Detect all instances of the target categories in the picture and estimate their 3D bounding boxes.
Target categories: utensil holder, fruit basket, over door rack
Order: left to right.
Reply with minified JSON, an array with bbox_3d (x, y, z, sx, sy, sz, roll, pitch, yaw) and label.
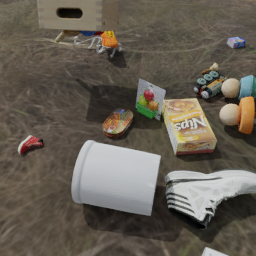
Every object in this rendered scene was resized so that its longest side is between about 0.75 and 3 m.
[{"bbox_3d":[-1.487,-4.034,13.897,1.547,0.697,2.094,25,28,23],"label":"over door rack"},{"bbox_3d":[-0.246,1.332,7.544,2.037,1.731,1.731,9,44,8],"label":"utensil holder"},{"bbox_3d":[0.829,-1.070,10.436,1.194,1.290,0.604,30,36,29],"label":"fruit basket"}]

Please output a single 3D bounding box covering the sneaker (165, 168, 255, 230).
[{"bbox_3d":[2.365,1.991,7.550,2.709,1.022,1.559,-2,51,9],"label":"sneaker"}]

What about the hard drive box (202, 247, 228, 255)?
[{"bbox_3d":[2.248,3.497,6.036,1.524,0.585,1.188,17,46,18],"label":"hard drive box"}]

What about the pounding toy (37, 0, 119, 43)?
[{"bbox_3d":[-1.914,-4.052,10.256,2.858,2.032,2.631,6,21,11],"label":"pounding toy"}]

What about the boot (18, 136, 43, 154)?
[{"bbox_3d":[-3.229,0.599,9.375,0.591,0.297,0.819,15,42,13],"label":"boot"}]

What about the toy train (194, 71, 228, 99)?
[{"bbox_3d":[3.481,-1.777,11.680,1.597,0.681,0.910,-31,61,-29],"label":"toy train"}]

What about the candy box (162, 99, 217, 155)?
[{"bbox_3d":[2.068,-0.111,9.859,1.315,0.630,2.278,-4,43,-6],"label":"candy box"}]

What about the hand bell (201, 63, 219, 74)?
[{"bbox_3d":[3.720,-2.656,12.881,0.795,0.414,0.414,-24,47,-7],"label":"hand bell"}]

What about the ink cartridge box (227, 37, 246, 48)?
[{"bbox_3d":[5.793,-4.551,14.862,0.845,0.323,0.576,-11,44,-15],"label":"ink cartridge box"}]

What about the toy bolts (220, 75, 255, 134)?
[{"bbox_3d":[4.452,-1.424,10.114,2.015,2.776,2.906,6,25,15],"label":"toy bolts"}]

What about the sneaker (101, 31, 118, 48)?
[{"bbox_3d":[-0.974,-4.447,13.620,0.775,0.819,2.124,-9,39,-15],"label":"sneaker"}]

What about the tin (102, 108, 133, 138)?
[{"bbox_3d":[-0.350,-0.192,10.226,0.816,0.305,1.458,16,45,22],"label":"tin"}]
